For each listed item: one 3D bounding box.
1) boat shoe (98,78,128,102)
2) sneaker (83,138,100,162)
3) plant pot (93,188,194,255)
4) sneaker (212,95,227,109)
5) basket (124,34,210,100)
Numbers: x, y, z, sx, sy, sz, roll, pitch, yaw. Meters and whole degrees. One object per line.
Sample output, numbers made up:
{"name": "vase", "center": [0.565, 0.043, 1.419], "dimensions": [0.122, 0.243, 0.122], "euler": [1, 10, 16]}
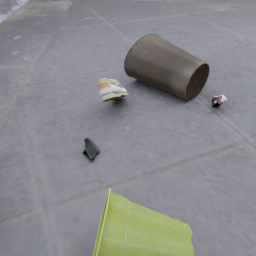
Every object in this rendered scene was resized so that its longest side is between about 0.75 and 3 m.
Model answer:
{"name": "boat shoe", "center": [-0.559, -1.496, 10.772], "dimensions": [0.863, 0.790, 2.310], "euler": [-18, 2, 9]}
{"name": "sneaker", "center": [-1.302, 0.691, 9.220], "dimensions": [0.511, 0.294, 0.980], "euler": [-23, 47, -33]}
{"name": "plant pot", "center": [0.293, 2.469, 5.962], "dimensions": [1.905, 2.006, 2.006], "euler": [13, 39, -4]}
{"name": "sneaker", "center": [3.460, -0.998, 11.101], "dimensions": [0.569, 0.985, 0.373], "euler": [-45, 92, -9]}
{"name": "basket", "center": [1.805, -2.577, 12.084], "dimensions": [2.951, 2.007, 2.660], "euler": [34, 47, 30]}
